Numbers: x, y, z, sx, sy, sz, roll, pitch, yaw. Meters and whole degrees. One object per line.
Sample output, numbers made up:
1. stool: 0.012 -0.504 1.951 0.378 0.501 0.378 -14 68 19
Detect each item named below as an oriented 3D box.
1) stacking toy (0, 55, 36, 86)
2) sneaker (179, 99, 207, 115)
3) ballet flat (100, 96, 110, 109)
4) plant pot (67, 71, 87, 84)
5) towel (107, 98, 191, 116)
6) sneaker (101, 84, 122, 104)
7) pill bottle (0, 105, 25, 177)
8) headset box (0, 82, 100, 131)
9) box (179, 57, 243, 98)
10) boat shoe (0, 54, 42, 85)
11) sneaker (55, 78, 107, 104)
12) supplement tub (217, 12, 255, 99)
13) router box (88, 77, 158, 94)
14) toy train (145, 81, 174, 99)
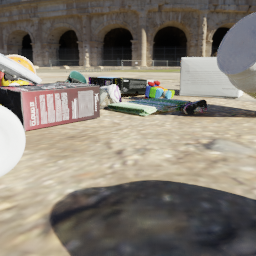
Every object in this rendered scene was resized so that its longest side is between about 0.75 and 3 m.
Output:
1. stacking toy: -5.408 -2.208 13.559 2.051 2.051 2.807 -5 31 -21
2. sneaker: 2.151 -0.729 9.276 1.108 0.445 0.478 -8 14 -35
3. ballet flat: -1.598 -1.208 10.839 0.923 0.635 2.740 -10 16 -36
4. plant pot: -2.882 -2.421 15.136 0.838 1.044 1.044 -40 -14 36
5. towel: 0.810 -0.783 9.885 2.451 0.287 1.869 -13 19 -41
6. sneaker: -0.844 -1.235 11.090 1.088 0.818 2.184 -15 10 -5
7. pill bottle: -2.468 0.035 4.503 1.125 1.125 2.009 -9 16 -34
8. headset box: -2.422 -0.704 7.888 1.983 1.001 2.668 12 18 42
9. box: 4.351 -2.622 14.159 2.859 1.869 2.844 6 15 25
10. boat shoe: -3.039 -1.441 7.100 1.667 0.552 0.583 28 8 -41
11. sneaker: -1.747 -1.200 9.682 2.431 0.964 0.917 6 54 43
12. supplement tub: 4.212 -1.752 8.004 2.901 2.104 2.104 22 3 -27
13. router box: -0.203 -2.148 14.125 2.210 0.757 2.963 10 11 37
14. toy train: 1.584 -1.614 12.472 1.093 0.800 1.889 18 20 24
